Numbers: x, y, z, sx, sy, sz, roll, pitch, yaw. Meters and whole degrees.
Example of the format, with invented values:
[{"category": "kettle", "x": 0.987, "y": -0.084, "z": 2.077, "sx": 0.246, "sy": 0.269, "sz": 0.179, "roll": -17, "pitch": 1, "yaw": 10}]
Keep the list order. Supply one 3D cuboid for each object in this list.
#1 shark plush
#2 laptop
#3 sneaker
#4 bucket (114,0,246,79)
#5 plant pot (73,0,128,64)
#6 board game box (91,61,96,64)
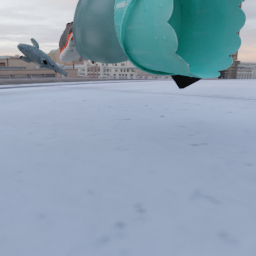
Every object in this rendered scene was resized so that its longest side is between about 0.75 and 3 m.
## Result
[{"category": "shark plush", "x": -1.519, "y": -1.156, "z": 4.939, "sx": 0.427, "sy": 0.941, "sz": 0.392, "roll": -46, "pitch": 25, "yaw": -2}, {"category": "laptop", "x": 2.140, "y": -2.895, "z": 8.305, "sx": 1.417, "sy": 2.743, "sz": 2.431, "roll": 8, "pitch": -21, "yaw": 34}, {"category": "sneaker", "x": -1.602, "y": -2.922, "z": 8.416, "sx": 0.861, "sy": 0.915, "sz": 2.235, "roll": -11, "pitch": -17, "yaw": -44}, {"category": "bucket", "x": 0.952, "y": -2.057, "z": 5.221, "sx": 2.332, "sy": 2.332, "sz": 1.517, "roll": -10, "pitch": 17, "yaw": -40}, {"category": "plant pot", "x": -0.187, "y": -2.585, "z": 7.227, "sx": 1.431, "sy": 2.136, "sz": 2.136, "roll": 24, "pitch": 21, "yaw": 20}, {"category": "board game box", "x": -1.304, "y": -3.256, "z": 10.363, "sx": 1.028, "sy": 1.528, "sz": 0.222, "roll": -23, "pitch": 25, "yaw": 23}]
